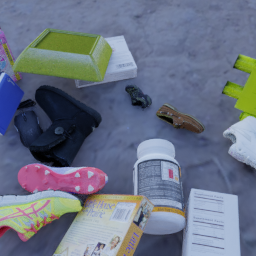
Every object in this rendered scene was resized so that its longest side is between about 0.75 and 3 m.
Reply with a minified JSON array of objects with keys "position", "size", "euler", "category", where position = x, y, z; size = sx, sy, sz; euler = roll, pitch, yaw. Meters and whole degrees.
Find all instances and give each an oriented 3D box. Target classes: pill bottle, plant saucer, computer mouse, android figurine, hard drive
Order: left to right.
[{"position":[-3.844,-0.720,8.616],"size":[0.205,1.064,1.613],"euler":[8,64,18],"category":"hard drive"},{"position":[-3.485,-0.168,8.785],"size":[1.397,0.458,1.989],"euler":[-17,55,-13],"category":"computer mouse"},{"position":[-1.993,-2.570,9.235],"size":[2.766,0.663,2.770],"euler":[7,37,0],"category":"plant saucer"},{"position":[0.743,1.444,7.092],"size":[1.259,1.259,2.163],"euler":[2,54,1],"category":"pill bottle"},{"position":[4.380,-1.054,8.218],"size":[2.911,2.649,0.598],"euler":[27,35,16],"category":"android figurine"}]

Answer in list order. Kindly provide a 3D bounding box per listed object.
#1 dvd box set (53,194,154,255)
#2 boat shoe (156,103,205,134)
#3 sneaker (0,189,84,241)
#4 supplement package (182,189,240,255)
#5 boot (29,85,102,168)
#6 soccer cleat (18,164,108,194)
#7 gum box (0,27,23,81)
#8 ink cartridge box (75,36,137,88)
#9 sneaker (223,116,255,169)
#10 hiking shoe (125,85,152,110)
[{"position":[-0.852,2.736,5.859],"size":[2.149,0.432,2.937],"euler":[-14,37,47],"category":"dvd box set"},{"position":[1.609,-0.188,8.784],"size":[1.609,0.579,0.547],"euler":[31,63,32],"category":"boat shoe"},{"position":[-2.266,2.182,6.869],"size":[2.413,0.943,1.090],"euler":[-8,61,2],"category":"sneaker"},{"position":[1.840,2.563,6.353],"size":[1.082,1.124,1.975],"euler":[8,54,7],"category":"supplement package"},{"position":[-2.297,-0.081,8.396],"size":[2.485,0.949,2.088],"euler":[27,54,11],"category":"boot"},{"position":[-1.761,1.384,7.545],"size":[2.477,0.947,0.826],"euler":[-2,82,17],"category":"soccer cleat"},{"position":[-4.505,-2.394,9.439],"size":[1.152,2.031,0.672],"euler":[-25,58,-17],"category":"gum box"},{"position":[-0.992,-2.530,10.492],"size":[2.246,0.502,1.979],"euler":[-11,54,-9],"category":"ink cartridge box"},{"position":[3.640,0.856,7.906],"size":[1.245,0.936,2.500],"euler":[-22,52,1],"category":"sneaker"},{"position":[0.256,-1.049,9.452],"size":[1.115,0.422,0.561],"euler":[37,58,23],"category":"hiking shoe"}]
